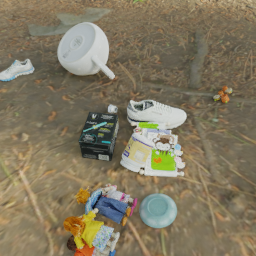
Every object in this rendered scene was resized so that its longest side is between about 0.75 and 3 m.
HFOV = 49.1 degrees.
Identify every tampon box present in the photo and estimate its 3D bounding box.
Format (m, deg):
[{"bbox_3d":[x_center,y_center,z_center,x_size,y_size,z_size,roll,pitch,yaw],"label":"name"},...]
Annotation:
[{"bbox_3d":[-1.092,0.306,10.915,1.196,1.007,1.595,7,48,6],"label":"tampon box"}]

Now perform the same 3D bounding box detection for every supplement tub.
[{"bbox_3d":[0.316,0.879,10.083,0.876,0.876,1.205,28,94,23],"label":"supplement tub"}]

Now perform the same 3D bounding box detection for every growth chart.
[{"bbox_3d":[1.165,0.764,10.907,1.884,0.231,2.604,-5,54,-3],"label":"growth chart"}]

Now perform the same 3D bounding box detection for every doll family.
[{"bbox_3d":[-0.930,2.654,8.587,1.751,1.272,2.822,17,50,15],"label":"doll family"}]

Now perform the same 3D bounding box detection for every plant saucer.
[{"bbox_3d":[0.980,2.642,9.203,1.251,0.241,1.251,-4,46,5],"label":"plant saucer"}]

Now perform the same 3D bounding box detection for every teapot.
[{"bbox_3d":[-1.948,-3.653,13.971,2.746,2.032,2.783,-7,65,27],"label":"teapot"}]

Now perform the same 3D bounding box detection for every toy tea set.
[{"bbox_3d":[4.537,-1.530,13.121,0.674,0.420,1.134,7,43,48],"label":"toy tea set"}]

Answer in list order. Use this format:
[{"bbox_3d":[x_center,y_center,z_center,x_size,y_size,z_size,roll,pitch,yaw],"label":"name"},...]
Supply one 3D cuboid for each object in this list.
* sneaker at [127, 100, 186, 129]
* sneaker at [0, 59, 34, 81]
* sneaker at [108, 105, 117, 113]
[{"bbox_3d":[1.228,-0.644,11.797,2.538,1.022,0.969,1,45,-1],"label":"sneaker"},{"bbox_3d":[-5.723,-2.998,14.105,1.841,0.798,0.690,-29,55,-22],"label":"sneaker"},{"bbox_3d":[-0.645,-0.787,12.102,0.369,0.381,1.043,7,11,0],"label":"sneaker"}]
